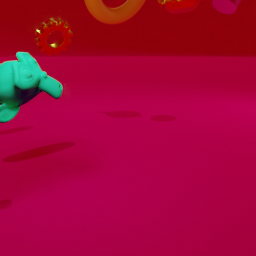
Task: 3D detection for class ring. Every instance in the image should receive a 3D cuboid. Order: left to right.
[{"bbox_3d":[-0.198,-3.064,5.971,1.704,1.704,0.341,-13,46,-39],"label":"ring"}]

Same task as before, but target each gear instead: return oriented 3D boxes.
[{"bbox_3d":[-2.080,-2.550,7.897,1.067,1.067,0.197,-14,54,-40],"label":"gear"}]

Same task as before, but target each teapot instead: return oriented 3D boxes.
[{"bbox_3d":[1.783,-4.556,9.707,2.004,0.981,1.246,-2,11,23],"label":"teapot"}]

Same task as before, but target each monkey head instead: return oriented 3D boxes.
[{"bbox_3d":[-1.465,-0.582,4.016,0.892,0.747,1.239,31,34,-30],"label":"monkey head"}]

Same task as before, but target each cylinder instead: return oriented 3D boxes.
[{"bbox_3d":[3.302,-4.306,9.105,0.830,0.830,0.830,29,-2,1],"label":"cylinder"}]
